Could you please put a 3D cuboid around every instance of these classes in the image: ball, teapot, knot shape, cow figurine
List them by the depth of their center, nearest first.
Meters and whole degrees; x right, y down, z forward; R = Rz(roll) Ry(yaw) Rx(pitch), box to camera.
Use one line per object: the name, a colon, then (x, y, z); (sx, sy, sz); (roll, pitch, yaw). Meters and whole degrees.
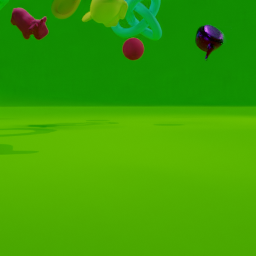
cow figurine: (-2.649, -2.815, 7.496); (0.603, 1.099, 1.081); (-48, 12, -22)
teapot: (2.397, -2.606, 8.427); (0.860, 1.384, 0.677); (16, -39, -13)
knot shape: (0.433, -3.486, 9.059); (1.811, 0.837, 1.695); (-23, -51, 39)
ball: (0.197, -2.996, 10.641); (0.825, 0.825, 0.825); (0, 5, 0)

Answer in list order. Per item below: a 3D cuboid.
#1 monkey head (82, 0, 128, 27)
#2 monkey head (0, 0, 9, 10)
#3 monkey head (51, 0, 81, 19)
monkey head: (-0.615, -3.673, 8.313); (0.985, 1.176, 1.635); (23, -41, -37)
monkey head: (-1.637, -1.913, 3.278); (0.844, 1.401, 1.008); (35, 47, 6)
monkey head: (-0.532, -2.368, 3.934); (1.232, 1.712, 1.032); (23, 0, -8)
